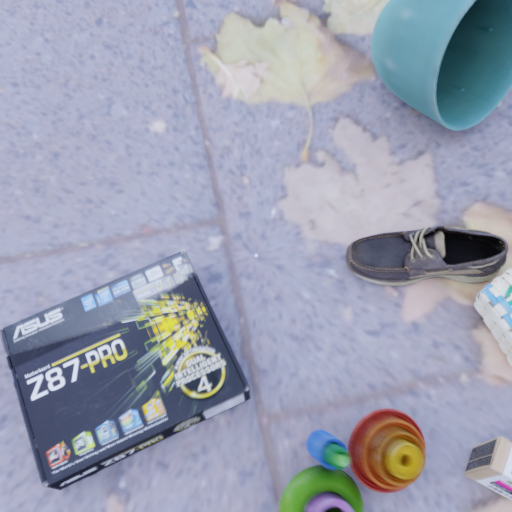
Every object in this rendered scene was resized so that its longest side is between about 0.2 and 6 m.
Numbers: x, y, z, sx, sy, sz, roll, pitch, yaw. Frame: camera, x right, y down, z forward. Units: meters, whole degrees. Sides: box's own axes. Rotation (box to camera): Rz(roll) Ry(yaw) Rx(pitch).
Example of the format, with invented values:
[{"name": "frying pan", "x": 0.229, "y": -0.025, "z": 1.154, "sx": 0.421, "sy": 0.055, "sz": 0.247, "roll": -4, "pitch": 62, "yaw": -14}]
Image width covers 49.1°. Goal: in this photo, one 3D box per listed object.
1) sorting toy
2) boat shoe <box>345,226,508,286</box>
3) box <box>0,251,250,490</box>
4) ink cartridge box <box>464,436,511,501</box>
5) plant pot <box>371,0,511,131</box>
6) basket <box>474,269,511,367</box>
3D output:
[{"name": "sorting toy", "x": 1.173, "y": 2.657, "z": 6.614, "sx": 2.110, "sy": 0.866, "sz": 1.268, "roll": -43, "pitch": 92, "yaw": -11}, {"name": "boat shoe", "x": 2.507, "y": -0.111, "z": 8.210, "sx": 2.364, "sy": 0.867, "sz": 0.881, "roll": -2, "pitch": 63, "yaw": -3}, {"name": "box", "x": -1.756, "y": 1.462, "z": 7.560, "sx": 2.763, "sy": 0.679, "sz": 2.227, "roll": -23, "pitch": 65, "yaw": -9}, {"name": "ink cartridge box", "x": 3.272, "y": 2.715, "z": 6.804, "sx": 1.154, "sy": 0.951, "sz": 0.433, "roll": 26, "pitch": 67, "yaw": 13}, {"name": "plant pot", "x": 3.000, "y": -3.445, "z": 9.188, "sx": 2.260, "sy": 2.260, "sz": 1.814, "roll": -36, "pitch": 47, "yaw": -16}, {"name": "basket", "x": 4.098, "y": 0.673, "z": 7.626, "sx": 1.806, "sy": 1.256, "sz": 1.593, "roll": -27, "pitch": 66, "yaw": -2}]
